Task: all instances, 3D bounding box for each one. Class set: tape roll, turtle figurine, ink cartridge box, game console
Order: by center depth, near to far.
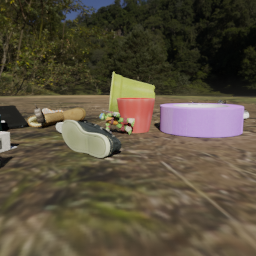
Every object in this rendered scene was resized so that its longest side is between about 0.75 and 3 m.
[{"bbox_3d":[-3.470,0.368,6.780,0.817,0.470,1.410,3,9,17],"label":"ink cartridge box"},{"bbox_3d":[-0.399,-0.089,8.966,1.129,0.838,1.164,14,4,-7],"label":"turtle figurine"},{"bbox_3d":[2.589,-0.353,10.046,2.879,0.945,2.879,1,9,0],"label":"tape roll"},{"bbox_3d":[-5.473,-0.119,10.911,2.288,1.331,2.012,-9,43,-45],"label":"game console"}]

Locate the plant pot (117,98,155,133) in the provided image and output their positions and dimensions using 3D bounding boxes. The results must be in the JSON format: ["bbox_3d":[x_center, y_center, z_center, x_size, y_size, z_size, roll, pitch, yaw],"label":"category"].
[{"bbox_3d":[0.277,-0.463,9.888,1.347,1.192,1.347,0,8,0],"label":"plant pot"}]

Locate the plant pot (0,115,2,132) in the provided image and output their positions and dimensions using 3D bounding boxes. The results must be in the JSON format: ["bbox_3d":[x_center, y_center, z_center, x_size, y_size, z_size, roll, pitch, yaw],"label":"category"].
[{"bbox_3d":[-4.606,-0.055,9.348,0.605,0.604,0.855,-3,17,-18],"label":"plant pot"}]

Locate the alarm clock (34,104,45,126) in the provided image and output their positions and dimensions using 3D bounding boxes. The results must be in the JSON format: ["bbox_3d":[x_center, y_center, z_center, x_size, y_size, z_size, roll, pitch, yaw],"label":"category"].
[{"bbox_3d":[-3.298,-0.531,10.400,0.279,0.840,0.566,-19,26,-9],"label":"alarm clock"}]

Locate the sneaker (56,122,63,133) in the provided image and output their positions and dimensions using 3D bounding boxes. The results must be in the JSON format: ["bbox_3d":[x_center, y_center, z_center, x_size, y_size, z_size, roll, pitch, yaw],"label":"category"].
[{"bbox_3d":[-1.919,-0.002,9.589,1.004,0.378,0.525,7,12,10],"label":"sneaker"}]

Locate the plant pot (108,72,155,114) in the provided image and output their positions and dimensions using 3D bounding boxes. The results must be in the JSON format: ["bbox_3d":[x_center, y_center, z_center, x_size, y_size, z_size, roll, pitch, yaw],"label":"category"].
[{"bbox_3d":[0.171,-1.464,13.773,2.120,2.306,2.306,7,8,-5],"label":"plant pot"}]

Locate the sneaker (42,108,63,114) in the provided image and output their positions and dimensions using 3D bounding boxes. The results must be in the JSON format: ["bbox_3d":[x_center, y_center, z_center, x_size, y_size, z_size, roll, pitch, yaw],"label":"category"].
[{"bbox_3d":[-3.509,-0.590,13.251,1.454,0.569,0.561,7,-3,22],"label":"sneaker"}]

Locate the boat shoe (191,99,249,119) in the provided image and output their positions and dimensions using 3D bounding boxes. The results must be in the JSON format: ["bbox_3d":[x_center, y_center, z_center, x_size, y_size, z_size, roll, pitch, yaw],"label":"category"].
[{"bbox_3d":[4.502,-0.955,13.986,2.863,0.948,1.001,4,10,27],"label":"boat shoe"}]

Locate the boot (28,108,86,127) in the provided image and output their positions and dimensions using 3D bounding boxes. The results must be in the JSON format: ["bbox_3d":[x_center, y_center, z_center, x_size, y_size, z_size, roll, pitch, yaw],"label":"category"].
[{"bbox_3d":[-2.896,-0.408,11.676,1.659,0.627,1.895,-11,3,21],"label":"boot"}]

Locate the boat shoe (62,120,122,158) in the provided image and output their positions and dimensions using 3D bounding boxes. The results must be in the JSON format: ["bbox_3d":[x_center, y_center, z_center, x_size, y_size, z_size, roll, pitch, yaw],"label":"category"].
[{"bbox_3d":[-0.916,0.214,6.914,0.662,0.746,1.997,-7,12,-42],"label":"boat shoe"}]
